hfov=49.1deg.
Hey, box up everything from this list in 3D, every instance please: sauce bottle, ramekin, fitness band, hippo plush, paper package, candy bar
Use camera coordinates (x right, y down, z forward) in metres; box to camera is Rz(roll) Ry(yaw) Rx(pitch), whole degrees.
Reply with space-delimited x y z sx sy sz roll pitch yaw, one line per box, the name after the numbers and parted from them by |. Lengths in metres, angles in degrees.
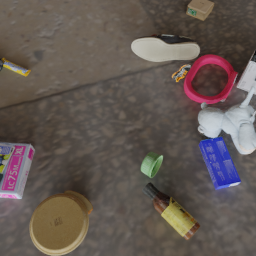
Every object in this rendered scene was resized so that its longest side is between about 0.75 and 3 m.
1.269 2.478 8.579 0.658 0.658 1.993 -40 70 -20 | sauce bottle
0.774 1.190 9.240 0.407 0.834 0.834 26 63 22 | ramekin
3.311 -1.961 11.260 1.794 0.467 2.498 26 63 17 | fitness band
3.261 -0.026 9.362 1.770 2.201 1.753 -3 67 18 | hippo plush
3.421 -5.690 13.313 0.983 0.508 0.937 30 65 15 | paper package
-4.740 -2.541 11.721 1.535 0.170 0.383 25 64 14 | candy bar

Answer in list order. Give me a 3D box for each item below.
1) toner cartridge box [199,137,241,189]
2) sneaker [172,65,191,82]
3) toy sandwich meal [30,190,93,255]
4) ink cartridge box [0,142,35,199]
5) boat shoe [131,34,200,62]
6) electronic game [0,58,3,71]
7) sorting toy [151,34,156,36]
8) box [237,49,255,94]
3.082 1.165 9.496 0.801 0.364 1.687 -10 61 -7 | toner cartridge box
1.880 -1.890 9.689 0.296 0.755 0.292 10 50 -44 | sneaker
-1.991 2.820 8.434 1.942 0.665 1.942 -1 63 2 | toy sandwich meal
-4.829 1.313 9.304 2.990 0.627 1.784 3 60 4 | ink cartridge box
1.564 -3.472 11.906 2.845 1.034 0.892 3 43 -1 | boat shoe
-5.727 -2.556 11.686 1.073 0.223 1.073 -4 63 7 | electronic game
1.092 -3.687 12.316 0.531 0.362 0.883 26 75 31 | sorting toy
5.687 -1.766 10.523 2.603 1.518 0.783 25 61 15 | box
